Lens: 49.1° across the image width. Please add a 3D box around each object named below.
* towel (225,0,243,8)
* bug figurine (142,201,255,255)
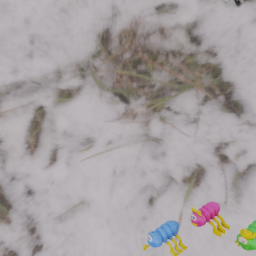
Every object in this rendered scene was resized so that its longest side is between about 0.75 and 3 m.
[{"bbox_3d":[0.690,-3.208,4.937,2.746,2.875,0.463,41,115,22],"label":"towel"},{"bbox_3d":[1.185,1.581,3.973,1.468,1.893,0.487,-23,108,-34],"label":"bug figurine"}]
